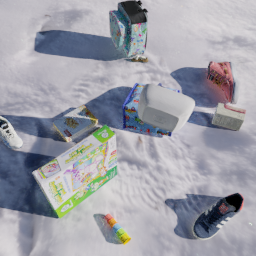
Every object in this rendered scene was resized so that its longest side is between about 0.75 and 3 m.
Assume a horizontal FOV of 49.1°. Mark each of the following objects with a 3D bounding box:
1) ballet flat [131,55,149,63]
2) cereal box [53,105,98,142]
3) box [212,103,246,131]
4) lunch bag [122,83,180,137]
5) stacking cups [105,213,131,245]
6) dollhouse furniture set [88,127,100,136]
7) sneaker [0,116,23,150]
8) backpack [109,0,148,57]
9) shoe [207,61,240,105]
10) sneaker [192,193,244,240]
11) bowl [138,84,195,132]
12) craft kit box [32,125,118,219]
[{"bbox_3d":[0.586,-3.427,13.844,0.875,0.316,0.297,8,54,6],"label":"ballet flat"},{"bbox_3d":[-2.141,-0.209,11.435,1.515,0.299,1.090,-34,60,-23],"label":"cereal box"},{"bbox_3d":[4.085,-0.452,11.358,1.135,0.726,0.618,17,55,13],"label":"box"},{"bbox_3d":[1.067,-1.108,11.690,2.010,1.256,2.670,10,45,11],"label":"lunch bag"},{"bbox_3d":[-0.333,3.180,8.921,0.326,0.326,1.079,-31,56,-21],"label":"stacking cups"},{"bbox_3d":[-1.119,0.360,11.081,0.579,0.443,0.883,-26,29,-26],"label":"dollhouse furniture set"},{"bbox_3d":[-4.710,0.197,10.950,0.615,0.620,1.711,-35,62,-25],"label":"sneaker"},{"bbox_3d":[0.060,-4.633,13.507,1.753,2.328,2.067,-18,51,-8],"label":"backpack"},{"bbox_3d":[4.181,-2.062,12.484,1.208,0.949,2.656,6,48,6],"label":"shoe"},{"bbox_3d":[2.885,2.716,8.898,2.038,0.861,0.764,-33,60,-22],"label":"sneaker"},{"bbox_3d":[1.152,-0.534,9.377,1.818,1.821,0.680,21,66,5],"label":"bowl"},{"bbox_3d":[-1.459,1.434,8.797,2.527,2.559,0.621,-33,59,-22],"label":"craft kit box"}]
